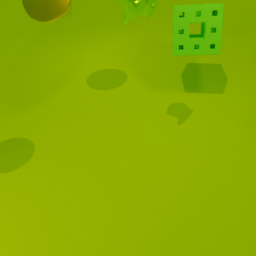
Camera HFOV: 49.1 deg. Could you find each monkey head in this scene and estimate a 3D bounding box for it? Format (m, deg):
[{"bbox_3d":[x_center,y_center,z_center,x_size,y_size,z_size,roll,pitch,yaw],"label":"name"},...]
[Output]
[{"bbox_3d":[0.067,-2.413,5.162,0.810,1.345,0.967,22,54,21],"label":"monkey head"}]

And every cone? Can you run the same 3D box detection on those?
[{"bbox_3d":[-1.912,-3.460,7.874,1.450,1.450,1.455,14,5,14],"label":"cone"}]

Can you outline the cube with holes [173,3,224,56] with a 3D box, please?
[{"bbox_3d":[2.025,-2.975,8.403,1.322,1.322,1.322,0,25,8],"label":"cube with holes"}]
